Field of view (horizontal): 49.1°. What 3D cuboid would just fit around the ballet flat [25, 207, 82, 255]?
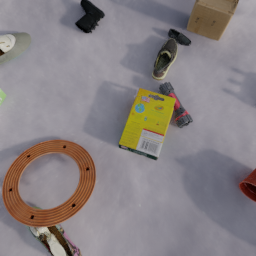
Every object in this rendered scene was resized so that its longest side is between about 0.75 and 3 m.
[{"bbox_3d":[-2.199,3.087,7.959,2.295,0.817,0.793,43,76,13],"label":"ballet flat"}]

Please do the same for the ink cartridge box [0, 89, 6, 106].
[{"bbox_3d":[-5.269,-0.489,9.182,1.354,0.778,2.312,20,72,7],"label":"ink cartridge box"}]

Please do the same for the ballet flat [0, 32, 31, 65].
[{"bbox_3d":[-4.706,-2.694,9.879,2.777,0.885,0.936,-36,75,-12],"label":"ballet flat"}]

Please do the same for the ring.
[{"bbox_3d":[-2.343,1.580,8.430,2.831,0.272,2.831,-2,55,3],"label":"ring"}]

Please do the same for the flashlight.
[{"bbox_3d":[1.566,-0.795,9.422,0.550,0.548,1.618,-25,74,-8],"label":"flashlight"}]

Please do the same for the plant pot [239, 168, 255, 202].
[{"bbox_3d":[4.008,1.646,8.464,0.912,0.912,0.887,42,68,13],"label":"plant pot"}]

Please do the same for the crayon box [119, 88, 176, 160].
[{"bbox_3d":[0.658,-0.148,9.197,1.338,0.535,2.108,19,73,6],"label":"crayon box"}]

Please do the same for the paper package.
[{"bbox_3d":[2.966,-4.035,10.026,1.393,1.461,0.756,23,73,7],"label":"paper package"}]

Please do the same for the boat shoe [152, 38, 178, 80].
[{"bbox_3d":[1.365,-2.538,9.983,0.632,0.582,1.770,23,73,7],"label":"boat shoe"}]

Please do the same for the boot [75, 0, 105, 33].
[{"bbox_3d":[-1.603,-4.238,10.654,1.249,0.462,1.023,38,80,12],"label":"boot"}]

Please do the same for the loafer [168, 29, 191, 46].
[{"bbox_3d":[1.923,-3.373,10.396,0.960,0.337,0.326,33,74,10],"label":"loafer"}]
